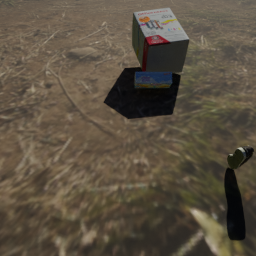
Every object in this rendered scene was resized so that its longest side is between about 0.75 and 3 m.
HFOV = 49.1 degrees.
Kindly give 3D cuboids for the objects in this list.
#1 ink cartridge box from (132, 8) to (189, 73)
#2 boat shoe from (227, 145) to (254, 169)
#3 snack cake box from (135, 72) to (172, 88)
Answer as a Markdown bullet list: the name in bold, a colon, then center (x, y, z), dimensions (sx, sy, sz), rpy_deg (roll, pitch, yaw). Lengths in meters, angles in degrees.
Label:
- **ink cartridge box**: center (1.192, -3.453, 11.246), dimensions (1.623, 1.616, 2.234), rpy_deg (-11, 54, -10)
- **boat shoe**: center (2.634, 0.696, 6.580), dimensions (0.316, 1.050, 0.374), rpy_deg (-21, 69, -7)
- **snack cake box**: center (0.885, -1.708, 10.016), dimensions (1.288, 0.433, 0.741), rpy_deg (0, -4, 0)
